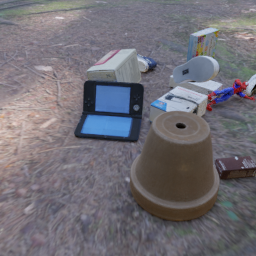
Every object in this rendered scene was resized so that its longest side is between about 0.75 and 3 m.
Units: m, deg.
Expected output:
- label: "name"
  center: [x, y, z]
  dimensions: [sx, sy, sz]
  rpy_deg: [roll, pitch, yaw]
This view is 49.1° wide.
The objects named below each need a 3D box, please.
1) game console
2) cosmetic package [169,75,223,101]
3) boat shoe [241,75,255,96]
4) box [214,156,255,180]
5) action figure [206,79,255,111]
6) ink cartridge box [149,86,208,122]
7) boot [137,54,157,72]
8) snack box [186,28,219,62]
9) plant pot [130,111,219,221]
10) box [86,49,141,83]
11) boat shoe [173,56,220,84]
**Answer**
- label: "game console"
  center: [-0.642, -0.676, 9.997]
  dimensions: [2.285, 1.951, 1.352]
  rpy_deg: [4, 9, 6]
- label: "cosmetic package"
  center: [2.927, -1.864, 12.241]
  dimensions: [2.109, 0.534, 0.870]
  rpy_deg: [26, 43, 32]
- label: "boat shoe"
  center: [5.528, -1.822, 12.150]
  dimensions: [0.666, 0.577, 1.562]
  rpy_deg: [29, 48, 36]
- label: "box"
  center: [3.141, 1.152, 8.196]
  dimensions: [1.069, 0.401, 0.535]
  rpy_deg: [-6, 36, -5]
- label: "action figure"
  center: [4.248, -1.315, 11.168]
  dimensions: [2.312, 0.754, 1.144]
  rpy_deg: [-28, 36, -25]
- label: "ink cartridge box"
  center: [1.893, -0.721, 10.434]
  dimensions: [1.364, 0.794, 1.886]
  rpy_deg: [26, 43, 31]
- label: "boot"
  center: [0.537, -3.468, 14.455]
  dimensions: [0.887, 0.715, 1.965]
  rpy_deg: [-21, 48, -38]
- label: "snack box"
  center: [3.964, -4.342, 14.831]
  dimensions: [1.806, 1.523, 0.611]
  rpy_deg: [-28, 45, -32]
- label: "plant pot"
  center: [1.276, 0.783, 7.244]
  dimensions: [2.428, 2.117, 2.428]
  rpy_deg: [1, 36, -1]
- label: "box"
  center: [-0.508, -2.179, 11.710]
  dimensions: [1.277, 1.499, 2.345]
  rpy_deg: [3, 34, 25]
- label: "boat shoe"
  center: [2.362, -1.842, 9.235]
  dimensions: [0.786, 0.830, 2.374]
  rpy_deg: [-7, 2, -19]
